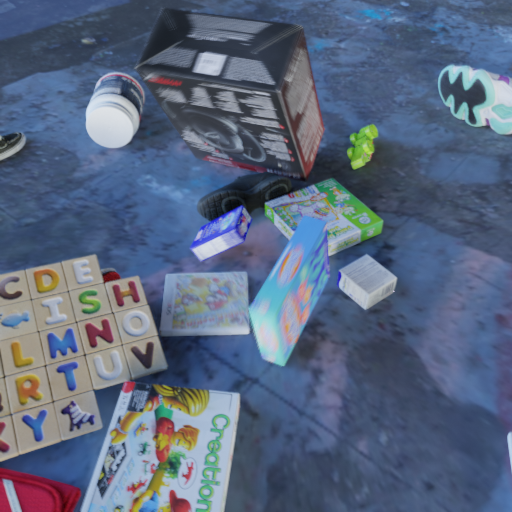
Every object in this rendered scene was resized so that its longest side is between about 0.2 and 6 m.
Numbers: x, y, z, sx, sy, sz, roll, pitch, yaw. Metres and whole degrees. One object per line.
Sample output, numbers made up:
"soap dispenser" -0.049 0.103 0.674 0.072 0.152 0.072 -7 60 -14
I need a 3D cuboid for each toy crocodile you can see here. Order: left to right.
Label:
"toy crocodile" 2.516 -2.551 13.076 0.552 0.505 1.635 -25 31 36

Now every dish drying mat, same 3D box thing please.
"dish drying mat" -4.063 3.167 7.088 3.386 0.308 1.301 9 45 9

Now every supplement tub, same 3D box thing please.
"supplement tub" -3.400 -3.526 13.533 1.227 1.227 1.749 -1 43 -1

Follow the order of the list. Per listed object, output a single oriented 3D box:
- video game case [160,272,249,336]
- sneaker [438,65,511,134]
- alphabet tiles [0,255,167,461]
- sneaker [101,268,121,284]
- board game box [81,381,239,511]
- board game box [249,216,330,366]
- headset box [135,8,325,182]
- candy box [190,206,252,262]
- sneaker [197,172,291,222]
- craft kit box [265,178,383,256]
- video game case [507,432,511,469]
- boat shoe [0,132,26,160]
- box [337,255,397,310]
"video game case" -0.872 0.807 9.697 1.476 0.169 1.343 -1 44 -2
"sneaker" 6.521 -4.040 14.159 3.427 1.332 2.397 39 53 22
"alphabet tiles" -3.156 1.374 8.253 3.359 0.127 2.807 -13 62 -20
"sneaker" -2.825 1.136 9.058 0.931 0.844 2.193 30 56 10
"board game box" -1.223 2.929 7.219 1.693 0.464 2.683 5 44 4
"board game box" 0.584 0.546 8.692 0.425 1.436 1.889 18 58 23
"headset box" -0.271 -3.017 11.422 2.822 3.792 1.465 15 77 19
"candy box" -0.636 -0.404 10.336 1.004 0.387 0.848 -23 25 24
"sneaker" -0.319 -1.240 11.583 2.055 0.780 0.933 -17 35 -24
"craft kit box" 1.322 -0.754 11.211 1.720 0.417 1.699 -23 51 -21
"video game case" 4.013 3.037 7.353 1.205 0.152 1.324 8 43 9
"boat shoe" -6.015 -2.570 13.063 0.532 0.479 1.505 20 47 20
"box" 1.943 0.454 9.906 0.703 0.401 0.764 -27 50 -25
